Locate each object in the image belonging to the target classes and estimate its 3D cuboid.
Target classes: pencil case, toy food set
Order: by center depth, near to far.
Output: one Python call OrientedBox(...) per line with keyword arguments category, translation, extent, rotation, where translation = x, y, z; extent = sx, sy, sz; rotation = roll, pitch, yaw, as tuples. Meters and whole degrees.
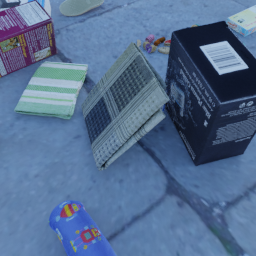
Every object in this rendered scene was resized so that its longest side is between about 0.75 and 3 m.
OrientedBox(category="pencil case", translation=(-0.873, 2.542, 5.845), extent=(0.883, 0.982, 2.262), rotation=(-9, 38, -37))
OrientedBox(category="toy food set", translation=(1.148, -3.266, 10.794), extent=(1.587, 0.250, 1.009), rotation=(0, 53, 0))

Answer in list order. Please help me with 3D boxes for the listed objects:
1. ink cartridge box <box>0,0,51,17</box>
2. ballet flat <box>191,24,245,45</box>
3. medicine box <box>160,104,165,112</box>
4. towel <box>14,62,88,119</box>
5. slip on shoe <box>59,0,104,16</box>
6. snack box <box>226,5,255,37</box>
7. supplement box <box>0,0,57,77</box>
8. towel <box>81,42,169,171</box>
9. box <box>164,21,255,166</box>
OrientedBox(category="ink cartridge box", translation=(-4.629, -4.713, 11.302), extent=(2.752, 1.152, 1.997), rotation=(-6, 53, -5))
OrientedBox(category="ballet flat", translation=(3.255, -3.195, 10.587), extent=(2.248, 0.772, 0.709), rotation=(32, 87, 24))
OrientedBox(category="medicine box", translation=(0.344, -0.662, 8.602), extent=(1.121, 0.633, 1.230), rotation=(35, 61, 23))
OrientedBox(category="towel", translation=(-2.431, -1.334, 9.297), extent=(1.832, 0.281, 2.401), rotation=(7, 53, 6))
OrientedBox(category="slip on shoe", translation=(-2.005, -5.361, 12.198), extent=(1.970, 0.730, 0.603), rotation=(-22, 18, -6))
OrientedBox(category="snack box", translation=(5.120, -4.492, 11.656), extent=(1.823, 0.338, 1.059), rotation=(-29, 58, -20))
OrientedBox(category="supplement box", translation=(-3.892, -3.065, 9.678), extent=(2.492, 1.631, 1.286), rotation=(-30, 69, -22))
OrientedBox(category="towel", translation=(-0.197, -0.644, 7.623), extent=(0.477, 2.762, 2.659), rotation=(22, 33, -38))
OrientedBox(category="box", translation=(2.174, -0.849, 7.452), extent=(1.567, 2.669, 2.625), rotation=(-14, 54, -10))
